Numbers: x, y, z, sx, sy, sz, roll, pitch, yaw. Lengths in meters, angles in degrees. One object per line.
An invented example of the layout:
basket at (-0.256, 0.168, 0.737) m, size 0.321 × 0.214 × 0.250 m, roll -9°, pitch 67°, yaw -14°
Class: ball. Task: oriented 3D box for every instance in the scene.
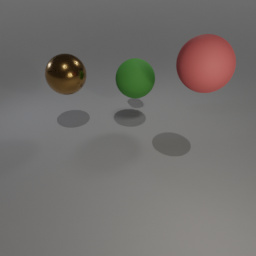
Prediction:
ball at (1.885, -1.558, 6.836) m, size 1.400 × 1.400 × 1.400 m, roll 0°, pitch 31°, yaw 0°
ball at (0.258, -1.751, 9.920) m, size 1.400 × 1.400 × 1.400 m, roll 0°, pitch 31°, yaw 0°
ball at (-2.134, -1.843, 9.642) m, size 1.400 × 1.400 × 1.400 m, roll 0°, pitch 31°, yaw 0°
